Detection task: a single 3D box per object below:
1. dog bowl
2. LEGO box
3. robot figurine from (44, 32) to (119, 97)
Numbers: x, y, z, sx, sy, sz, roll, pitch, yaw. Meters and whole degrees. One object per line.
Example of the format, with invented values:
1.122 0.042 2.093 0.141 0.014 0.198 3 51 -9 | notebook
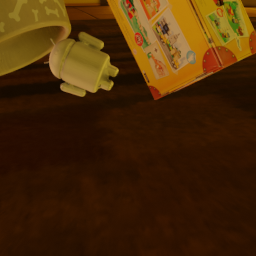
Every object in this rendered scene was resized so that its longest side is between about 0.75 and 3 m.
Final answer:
-2.428 -1.866 5.728 2.796 0.820 2.796 -28 8 4 | dog bowl
0.697 -1.901 4.565 0.939 2.434 1.813 -27 3 -26 | LEGO box
-0.541 -0.721 3.252 0.846 0.718 0.478 23 12 -5 | robot figurine
